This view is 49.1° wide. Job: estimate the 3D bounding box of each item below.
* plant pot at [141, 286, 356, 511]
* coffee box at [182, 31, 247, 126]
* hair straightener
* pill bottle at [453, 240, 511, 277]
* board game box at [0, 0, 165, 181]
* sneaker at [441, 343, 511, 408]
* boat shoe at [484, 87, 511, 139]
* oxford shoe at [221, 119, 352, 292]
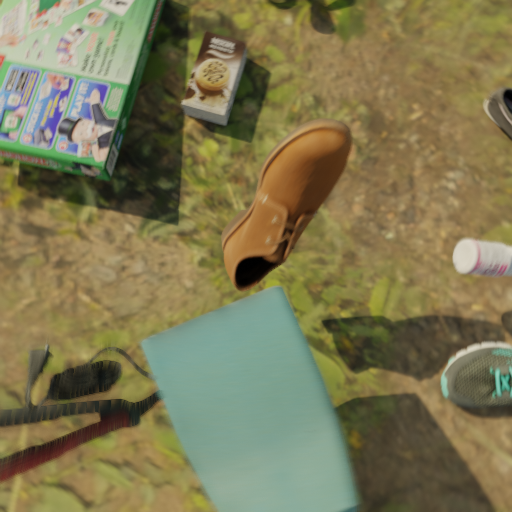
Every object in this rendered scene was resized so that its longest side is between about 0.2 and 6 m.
[{"bbox_3d":[0.065,2.277,7.136,1.981,1.983,2.805,-22,50,-9],"label":"plant pot"},{"bbox_3d":[-0.767,-3.320,10.515,0.834,0.589,1.475,15,84,2],"label":"coffee box"},{"bbox_3d":[-2.335,1.750,6.992,0.735,3.594,1.383,-16,82,32],"label":"hair straightener"},{"bbox_3d":[3.618,0.049,8.748,0.928,0.526,0.526,5,83,-18],"label":"pill bottle"},{"bbox_3d":[-3.469,-3.545,10.184,2.725,0.590,4.050,12,74,2],"label":"board game box"},{"bbox_3d":[4.729,2.033,9.543,3.000,1.368,1.164,-8,84,0],"label":"sneaker"},{"bbox_3d":[5.154,-2.311,10.400,2.095,0.597,0.700,44,86,4],"label":"boat shoe"},{"bbox_3d":[0.410,-0.526,7.395,1.036,2.905,1.036,13,48,-20],"label":"oxford shoe"}]
